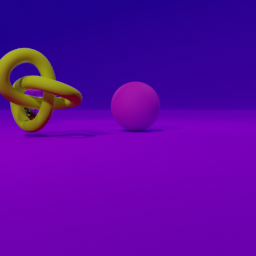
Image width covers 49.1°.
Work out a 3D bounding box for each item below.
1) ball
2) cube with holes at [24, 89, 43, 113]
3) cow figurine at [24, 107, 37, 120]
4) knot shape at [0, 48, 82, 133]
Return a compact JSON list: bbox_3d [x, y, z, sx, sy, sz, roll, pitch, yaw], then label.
[{"bbox_3d":[0.180,-0.507,6.656,1.167,1.167,1.167,0,4,0],"label":"ball"},{"bbox_3d":[-3.372,-1.045,10.184,0.800,0.800,0.800,17,23,35],"label":"cube with holes"},{"bbox_3d":[-3.262,-0.344,9.084,0.892,0.489,0.877,43,9,-48],"label":"cow figurine"},{"bbox_3d":[-1.553,-0.618,5.115,1.438,1.537,0.710,6,37,-2],"label":"knot shape"}]
